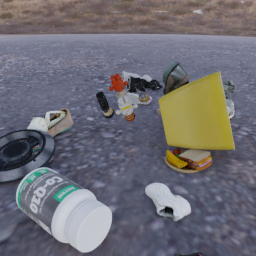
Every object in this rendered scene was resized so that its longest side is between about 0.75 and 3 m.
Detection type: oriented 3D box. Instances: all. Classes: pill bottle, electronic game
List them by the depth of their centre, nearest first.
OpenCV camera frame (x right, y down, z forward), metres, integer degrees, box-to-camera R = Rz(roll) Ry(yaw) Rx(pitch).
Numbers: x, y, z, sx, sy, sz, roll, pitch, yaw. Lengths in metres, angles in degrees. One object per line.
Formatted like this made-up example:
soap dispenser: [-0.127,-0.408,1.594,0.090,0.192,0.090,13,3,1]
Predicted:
pill bottle: [-1.459,1.791,6.331,2.127,1.203,1.203,18,30,36]
electronic game: [-3.558,0.833,8.995,2.438,0.507,2.438,-5,37,4]

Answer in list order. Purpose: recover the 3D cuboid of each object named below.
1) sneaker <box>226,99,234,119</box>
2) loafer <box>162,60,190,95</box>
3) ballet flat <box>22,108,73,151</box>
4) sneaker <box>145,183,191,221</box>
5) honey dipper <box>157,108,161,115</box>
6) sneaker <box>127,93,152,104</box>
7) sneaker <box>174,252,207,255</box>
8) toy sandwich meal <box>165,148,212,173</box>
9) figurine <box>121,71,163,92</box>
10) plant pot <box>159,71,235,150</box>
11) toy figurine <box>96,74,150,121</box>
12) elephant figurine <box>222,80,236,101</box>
sneaker: [4.003,-0.896,12.494,1.063,1.122,2.731,20,30,37]
loafer: [1.929,-1.621,10.809,0.905,1.034,2.878,40,2,15]
ballet flat: [-3.195,-0.069,10.814,0.987,0.975,2.901,10,26,20]
sneaker: [0.873,1.858,7.082,0.671,0.526,1.350,-25,33,-37]
honey dipper: [2.092,-1.142,12.990,1.735,0.329,0.329,-33,35,-19]
sneaker: [0.568,-1.570,14.869,1.451,0.526,0.827,16,22,15]
sneaker: [1.460,2.634,5.176,1.446,0.624,0.581,0,25,-1]
toy sandwich meal: [1.922,0.942,9.094,1.522,0.521,1.522,0,24,0]
figurine: [0.821,-2.843,17.376,2.137,0.943,2.190,1,22,-18]
plant pot: [2.388,-0.474,9.829,2.128,2.413,2.413,-11,4,20]
toy figurine: [-0.189,-1.158,11.228,1.759,1.243,1.787,14,55,30]
elephant figurine: [5.246,-1.980,15.326,1.421,1.005,1.102,-42,16,-35]
